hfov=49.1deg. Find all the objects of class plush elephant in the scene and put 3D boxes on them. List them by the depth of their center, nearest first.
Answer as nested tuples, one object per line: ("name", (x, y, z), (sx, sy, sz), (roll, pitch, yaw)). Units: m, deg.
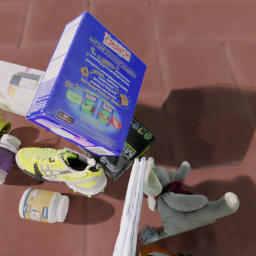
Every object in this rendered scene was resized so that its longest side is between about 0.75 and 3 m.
("plush elephant", (1.047, 1.510, 6.428), (2.136, 1.760, 1.654), (-16, 65, -6))

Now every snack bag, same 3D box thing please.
("snack bag", (-0.142, 2.336, 4.946), (0.301, 2.652, 2.813), (12, 33, 1))

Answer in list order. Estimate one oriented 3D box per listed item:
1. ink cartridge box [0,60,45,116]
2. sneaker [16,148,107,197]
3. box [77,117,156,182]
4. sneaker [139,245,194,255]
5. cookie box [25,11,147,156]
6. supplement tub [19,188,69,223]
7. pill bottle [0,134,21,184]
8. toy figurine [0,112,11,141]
("ink cartridge box", (-2.596, -0.904, 7.880), (2.627, 1.538, 0.884), (16, 67, 11))
("sneaker", (-1.706, 0.847, 7.101), (2.549, 0.974, 0.961), (13, 40, 15))
("box", (-0.396, 0.307, 7.871), (1.748, 0.415, 1.688), (42, 67, 16))
("sneaker", (0.978, 3.230, 6.174), (1.810, 0.685, 0.833), (20, 103, -7))
("cookie box", (-0.843, -0.957, 6.857), (1.003, 2.283, 2.669), (-5, 61, 46))
("supplement tub", (-2.026, 1.898, 6.828), (1.004, 0.726, 0.726), (7, 61, 5))
("pill bottle", (-3.373, 0.808, 7.480), (0.675, 0.675, 1.212), (15, 62, 8))
("toy figurine", (-4.214, 0.358, 7.609), (1.130, 0.995, 1.886), (14, 61, 14))
